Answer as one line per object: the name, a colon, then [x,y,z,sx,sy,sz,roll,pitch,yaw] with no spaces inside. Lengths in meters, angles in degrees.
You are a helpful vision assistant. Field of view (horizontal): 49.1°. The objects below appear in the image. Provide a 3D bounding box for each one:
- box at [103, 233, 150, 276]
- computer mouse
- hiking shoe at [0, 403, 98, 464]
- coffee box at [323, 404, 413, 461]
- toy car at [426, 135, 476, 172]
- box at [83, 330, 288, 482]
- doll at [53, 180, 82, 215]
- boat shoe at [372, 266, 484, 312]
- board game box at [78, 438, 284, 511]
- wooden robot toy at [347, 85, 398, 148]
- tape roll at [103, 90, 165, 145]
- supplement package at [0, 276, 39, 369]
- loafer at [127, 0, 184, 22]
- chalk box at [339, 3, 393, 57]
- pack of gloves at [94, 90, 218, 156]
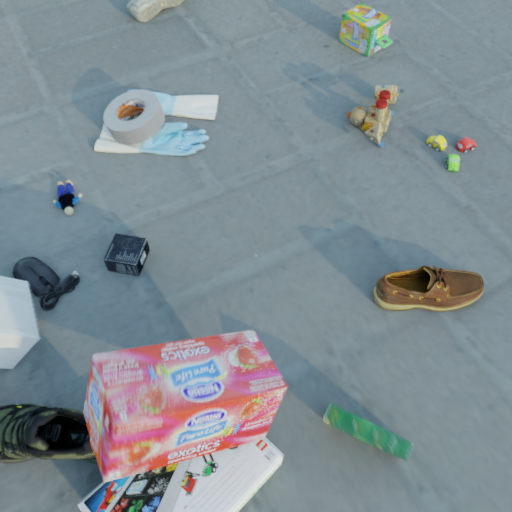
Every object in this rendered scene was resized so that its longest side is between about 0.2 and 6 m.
box: [-2.611,-0.028,11.345,0.691,0.435,0.703,10,54,7]
computer mouse: [-4.280,0.391,11.082,1.385,0.365,0.959,29,60,20]
hiking shoe: [-3.445,2.685,8.767,2.584,1.301,0.978,1,60,1]
coffee box: [1.772,2.825,8.991,1.392,0.856,0.306,23,78,14]
toy car: [4.655,-2.453,13.241,1.184,0.264,1.114,6,54,5]
box: [-1.051,2.115,8.226,2.634,1.313,1.258,-4,40,-31]
doll: [-4.172,-1.281,12.402,0.639,0.227,0.937,-13,54,-8]
boat shoe: [3.349,0.587,10.710,2.150,0.726,0.774,-4,54,-3]
board game box: [-1.088,3.483,8.590,1.695,0.465,2.685,37,56,24]
wooden robot toy: [2.771,-3.583,13.719,1.042,1.011,2.296,9,53,20]
tape roll: [-2.934,-3.351,13.492,1.409,0.466,1.409,-7,55,10]
supplement package: [-4.725,1.120,9.799,0.991,1.289,1.348,-44,53,23]
loafer: [-2.909,-7.852,16.918,2.190,0.766,0.764,-38,70,-24]
chalk box: [3.153,-6.256,15.662,0.882,0.878,1.418,-39,62,-24]
pack of gloves: [-2.421,-3.466,13.828,2.745,0.542,2.306,4,55,2]
